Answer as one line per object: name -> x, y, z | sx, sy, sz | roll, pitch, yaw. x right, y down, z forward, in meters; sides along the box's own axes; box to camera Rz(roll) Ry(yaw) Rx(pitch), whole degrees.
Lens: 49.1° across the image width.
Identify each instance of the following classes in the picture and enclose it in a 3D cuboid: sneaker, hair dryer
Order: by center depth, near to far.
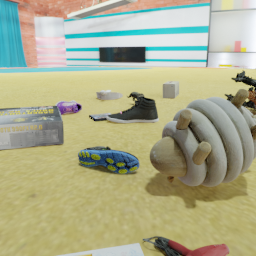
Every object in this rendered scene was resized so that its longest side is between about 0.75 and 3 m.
hair dryer -> 0.638, 1.347, 3.088 | 0.964, 0.262, 0.734 | 2, 14, 4
sneaker -> -0.366, 0.560, 5.583 | 1.328, 0.471, 0.550 | 5, 22, 28
sneaker -> 0.149, -0.627, 9.247 | 1.737, 0.861, 0.614 | -2, 17, -1
sneaker -> -2.193, -0.747, 10.491 | 0.549, 0.500, 1.242 | 18, 21, 29

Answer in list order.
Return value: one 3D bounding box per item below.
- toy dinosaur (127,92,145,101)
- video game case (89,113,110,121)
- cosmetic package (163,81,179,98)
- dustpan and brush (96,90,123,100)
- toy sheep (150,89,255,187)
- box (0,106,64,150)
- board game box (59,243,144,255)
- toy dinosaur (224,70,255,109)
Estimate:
toy dinosaur -> 0.393, -1.388, 12.318 | 0.444, 0.590, 1.153 | -36, 45, -20
video game case -> -0.883, -0.383, 9.798 | 0.790, 0.101, 0.714 | -7, 17, -24
cosmetic package -> 2.250, -2.008, 14.590 | 0.640, 0.758, 1.466 | 3, 14, 17
dustpan and brush -> -1.055, -1.652, 13.623 | 1.345, 0.552, 1.928 | 2, 15, 9
toy sheep -> 1.460, 0.190, 4.776 | 2.374, 1.636, 1.636 | -16, 19, -13
box -> -3.151, -0.049, 7.491 | 2.673, 0.646, 2.117 | -5, 15, -16
board game box -> -0.677, 1.563, 2.119 | 1.945, 0.333, 1.308 | -4, 16, -13
toy dinosaur -> 4.908, -1.280, 10.609 | 1.982, 1.492, 2.920 | 30, -1, 34
